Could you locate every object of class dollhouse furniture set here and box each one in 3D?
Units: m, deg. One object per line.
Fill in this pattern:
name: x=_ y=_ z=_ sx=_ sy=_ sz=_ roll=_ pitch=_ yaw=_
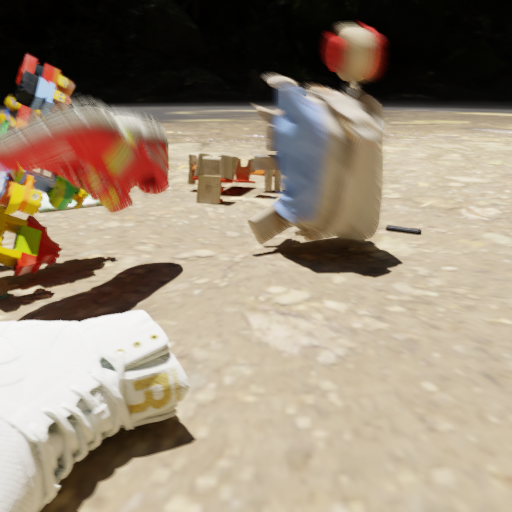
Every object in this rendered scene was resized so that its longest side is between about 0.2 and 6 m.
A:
dollhouse furniture set: x=-0.621 y=-1.649 z=12.127 sx=1.961 sy=1.010 sz=1.939 roll=7 pitch=8 yaw=21

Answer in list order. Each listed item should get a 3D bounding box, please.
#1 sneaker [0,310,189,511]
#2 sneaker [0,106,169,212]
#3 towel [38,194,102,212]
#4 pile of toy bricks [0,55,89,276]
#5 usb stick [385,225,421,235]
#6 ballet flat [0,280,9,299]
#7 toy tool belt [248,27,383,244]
sneaker: x=-1.159 y=0.960 z=3.627 sx=1.480 sy=0.944 sz=2.561 roll=-7 pitch=18 yaw=-11
sneaker: x=-1.835 y=-1.060 z=6.544 sx=1.012 sy=1.116 sz=2.629 roll=-9 pitch=3 yaw=31
towel: x=-3.678 y=-1.204 z=11.488 sx=1.750 sy=0.205 sz=1.335 roll=-10 pitch=21 yaw=-29
pile of toy bricks: x=-2.726 y=-1.207 z=7.469 sx=1.435 sy=1.613 sz=2.908 roll=21 pitch=44 yaw=-31
usb stick: x=2.438 y=-0.432 z=9.284 sx=0.581 sy=0.095 sz=0.161 roll=10 pitch=14 yaw=28
ballet flat: x=-3.702 y=0.200 z=6.548 sx=1.596 sy=0.577 sz=0.541 roll=3 pitch=18 yaw=9
toy tool belt: x=0.775 y=-1.683 z=7.974 sx=1.850 sy=3.011 sz=1.880 roll=-3 pitch=11 yaw=-10
